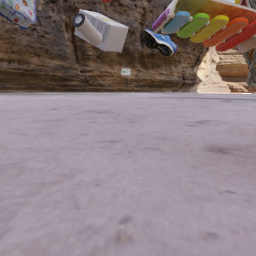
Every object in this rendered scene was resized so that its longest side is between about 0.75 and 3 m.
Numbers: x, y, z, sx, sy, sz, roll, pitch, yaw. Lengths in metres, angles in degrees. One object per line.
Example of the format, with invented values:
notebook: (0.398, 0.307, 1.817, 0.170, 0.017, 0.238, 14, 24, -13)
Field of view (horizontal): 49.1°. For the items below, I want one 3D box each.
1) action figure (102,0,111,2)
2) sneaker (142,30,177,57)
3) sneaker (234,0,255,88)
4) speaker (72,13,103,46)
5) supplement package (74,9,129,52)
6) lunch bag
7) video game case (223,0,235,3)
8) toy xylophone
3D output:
action figure: (-0.089, -3.552, 7.080, 1.808, 0.467, 0.592, -12, 50, 5)
sneaker: (1.263, -3.411, 11.133, 1.618, 0.636, 0.721, 40, 51, 19)
sneaker: (3.103, -2.190, 6.984, 1.092, 2.659, 1.035, -1, 42, 20)
speaker: (-0.967, -2.364, 6.798, 0.361, 0.361, 0.889, 4, -12, 24)
supplement package: (-1.100, -3.947, 11.414, 1.911, 1.046, 1.087, 36, 31, 29)
lunch bag: (-3.118, -3.565, 7.796, 0.583, 1.543, 1.236, -17, -22, 27)
video game case: (3.742, -4.797, 10.533, 1.067, 0.126, 0.971, 18, 36, 9)
toy xylophone: (1.417, -1.814, 5.107, 2.010, 0.505, 1.471, 6, -6, -7)
